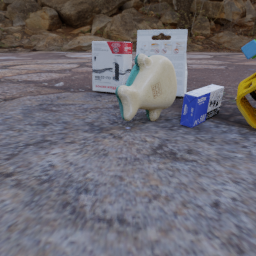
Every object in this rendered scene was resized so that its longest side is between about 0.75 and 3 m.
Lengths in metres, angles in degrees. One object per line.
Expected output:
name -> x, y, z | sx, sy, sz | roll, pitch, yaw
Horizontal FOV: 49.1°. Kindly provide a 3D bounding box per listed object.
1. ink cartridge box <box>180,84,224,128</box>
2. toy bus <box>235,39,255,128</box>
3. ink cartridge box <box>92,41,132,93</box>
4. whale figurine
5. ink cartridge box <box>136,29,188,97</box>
ink cartridge box -> 2.246, -0.704, 8.366 | 0.430, 0.914, 1.945 | 20, 26, 34
toy bus -> 3.733, -0.968, 7.908 | 1.306, 2.384, 2.527 | -33, -39, 31
ink cartridge box -> -0.704, -2.655, 12.267 | 1.558, 2.159, 0.904 | 9, 18, 24
whale figurine -> 0.382, -1.128, 8.129 | 1.311, 2.010, 2.527 | 6, 32, 40
ink cartridge box -> 1.371, -2.630, 11.456 | 2.076, 2.594, 0.613 | 6, 13, 19
